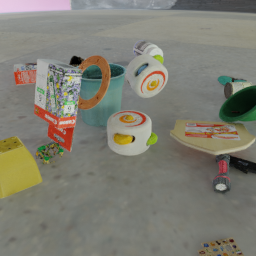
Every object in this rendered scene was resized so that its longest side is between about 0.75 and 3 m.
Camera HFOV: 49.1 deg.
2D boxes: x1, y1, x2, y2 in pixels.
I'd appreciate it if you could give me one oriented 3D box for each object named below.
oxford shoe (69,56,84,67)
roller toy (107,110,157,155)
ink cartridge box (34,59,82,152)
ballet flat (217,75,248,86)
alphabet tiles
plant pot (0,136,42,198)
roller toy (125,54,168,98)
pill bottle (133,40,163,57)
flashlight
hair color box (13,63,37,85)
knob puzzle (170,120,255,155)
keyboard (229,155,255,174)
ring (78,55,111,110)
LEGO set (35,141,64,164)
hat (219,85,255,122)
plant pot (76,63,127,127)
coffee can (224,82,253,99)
[{"bbox_3d":[-2.942,-3.843,16.854,1.012,1.175,2.784,-2,28,0],"label":"oxford shoe"},{"bbox_3d":[0.028,0.100,9.829,1.699,1.187,1.550,-17,34,-28],"label":"roller toy"},{"bbox_3d":[-2.429,-0.717,9.326,1.557,2.858,0.719,26,24,37],"label":"ink cartridge box"},{"bbox_3d":[5.666,-2.447,15.131,1.625,0.584,0.584,18,34,28],"label":"ballet flat"},{"bbox_3d":[2.080,2.826,6.186,0.965,0.036,0.807,-6,30,-10],"label":"alphabet tiles"},{"bbox_3d":[-3.397,0.995,8.165,1.239,1.276,1.247,-20,34,-31],"label":"plant pot"},{"bbox_3d":[0.875,-2.319,12.844,1.745,1.913,1.337,-14,48,-27],"label":"roller toy"},{"bbox_3d":[1.367,-5.141,19.022,1.270,1.270,2.232,-13,32,-21],"label":"pill bottle"},{"bbox_3d":[2.787,1.259,8.343,0.512,0.510,1.507,7,38,13],"label":"flashlight"},{"bbox_3d":[-5.124,-3.203,16.048,2.608,0.833,1.446,-9,30,-18],"label":"hair color box"},{"bbox_3d":[2.916,0.398,9.820,3.183,0.441,3.183,0,19,0],"label":"knob puzzle"},{"bbox_3d":[3.637,1.214,8.924,1.278,0.164,0.767,16,27,27],"label":"keyboard"},{"bbox_3d":[-1.225,-1.487,9.213,1.843,1.843,0.177,29,9,41],"label":"ring"},{"bbox_3d":[-2.634,0.881,9.329,0.704,0.531,0.916,40,44,8],"label":"LEGO set"},{"bbox_3d":[5.202,-0.428,11.413,2.318,2.040,1.920,-42,23,3],"label":"hat"},{"bbox_3d":[-1.150,-1.330,11.417,2.163,2.118,2.163,1,29,-1],"label":"plant pot"},{"bbox_3d":[5.373,-1.833,13.621,1.109,0.812,0.812,-3,30,-5],"label":"coffee can"}]
